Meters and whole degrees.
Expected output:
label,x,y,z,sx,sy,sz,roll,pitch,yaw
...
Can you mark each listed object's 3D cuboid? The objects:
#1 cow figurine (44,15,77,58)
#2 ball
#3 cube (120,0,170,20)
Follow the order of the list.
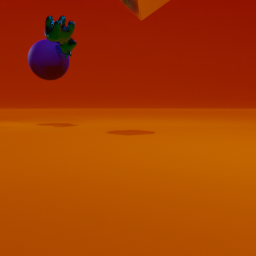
label,x,y,z,sx,sy,sz,roll,pitch,yaw
cow figurine,-1.998,-2.643,8.263,0.682,1.223,1.243,33,32,16
ball,-2.634,-2.268,9.357,1.340,1.340,1.340,0,4,0
cube,0.303,-2.921,5.498,0.912,0.912,0.912,-38,-19,-7
